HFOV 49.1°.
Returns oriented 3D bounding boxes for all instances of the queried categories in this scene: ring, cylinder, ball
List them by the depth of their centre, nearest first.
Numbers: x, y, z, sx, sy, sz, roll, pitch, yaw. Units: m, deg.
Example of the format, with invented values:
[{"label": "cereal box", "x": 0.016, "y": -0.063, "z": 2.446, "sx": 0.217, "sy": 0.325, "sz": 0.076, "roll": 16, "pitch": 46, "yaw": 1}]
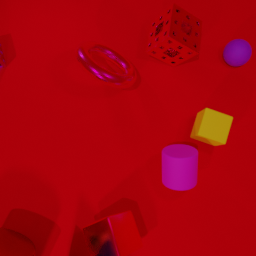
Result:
[{"label": "cylinder", "x": -2.793, "y": 2.977, "z": 5.720, "sx": 1.385, "sy": 1.385, "sz": 1.385, "roll": 21, "pitch": 88, "yaw": 7}, {"label": "cylinder", "x": 1.242, "y": 0.931, "z": 6.746, "sx": 0.842, "sy": 0.842, "sz": 0.842, "roll": -3, "pitch": 109, "yaw": -1}, {"label": "ring", "x": -0.567, "y": -1.710, "z": 7.500, "sx": 1.801, "sy": 0.360, "sz": 1.801, "roll": 24, "pitch": 34, "yaw": -17}, {"label": "ball", "x": 3.142, "y": -2.161, "z": 8.059, "sx": 0.763, "sy": 0.763, "sz": 0.763, "roll": 0, "pitch": 70, "yaw": 0}]

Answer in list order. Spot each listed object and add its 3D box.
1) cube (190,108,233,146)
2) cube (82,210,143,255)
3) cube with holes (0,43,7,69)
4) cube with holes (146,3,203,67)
[{"label": "cube", "x": 2.116, "y": -0.010, "z": 7.149, "sx": 0.718, "sy": 0.718, "sz": 0.718, "roll": 19, "pitch": 82, "yaw": 0}, {"label": "cube", "x": -0.341, "y": 2.418, "z": 6.200, "sx": 0.850, "sy": 0.850, "sz": 0.850, "roll": -32, "pitch": 68, "yaw": 31}, {"label": "cube with holes", "x": -4.181, "y": -2.211, "z": 8.007, "sx": 0.895, "sy": 0.895, "sz": 0.895, "roll": -19, "pitch": 71, "yaw": -7}, {"label": "cube with holes", "x": 1.282, "y": -2.539, "z": 7.817, "sx": 1.043, "sy": 1.043, "sz": 1.043, "roll": 19, "pitch": 71, "yaw": -26}]
